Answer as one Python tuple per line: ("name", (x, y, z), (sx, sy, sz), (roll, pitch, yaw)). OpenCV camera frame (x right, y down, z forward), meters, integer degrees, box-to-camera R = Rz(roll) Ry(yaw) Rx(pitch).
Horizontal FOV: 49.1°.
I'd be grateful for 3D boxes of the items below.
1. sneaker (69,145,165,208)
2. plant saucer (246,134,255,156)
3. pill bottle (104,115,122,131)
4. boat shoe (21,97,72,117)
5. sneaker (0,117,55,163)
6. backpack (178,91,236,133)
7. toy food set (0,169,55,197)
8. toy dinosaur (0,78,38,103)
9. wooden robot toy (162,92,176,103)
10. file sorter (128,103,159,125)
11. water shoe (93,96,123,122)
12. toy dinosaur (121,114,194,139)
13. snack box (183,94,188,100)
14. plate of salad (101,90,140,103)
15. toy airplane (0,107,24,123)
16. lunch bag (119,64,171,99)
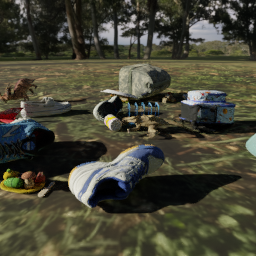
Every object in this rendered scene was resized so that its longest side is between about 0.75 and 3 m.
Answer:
("sneaker", (-0.046, 0.977, 5.411), (2.063, 0.777, 0.909), (-18, 31, -24))
("plant saucer", (4.615, 0.431, 7.407), (2.735, 0.492, 2.735), (0, 17, 0))
("pill bottle", (-0.543, -0.201, 9.539), (0.432, 0.432, 0.828), (-6, 18, -20))
("boat shoe", (-3.315, -0.932, 11.479), (2.101, 0.691, 0.756), (-10, 20, -29))
("sneaker", (-2.841, 0.337, 6.846), (1.191, 1.038, 2.649), (12, 21, 24))
("backpack", (2.774, -0.628, 9.618), (1.679, 1.358, 1.763), (8, 13, -9))
("toy food set", (-2.069, 1.012, 5.693), (1.129, 0.369, 0.664), (5, 18, 17))
("toy dinosaur", (-5.232, -1.908, 13.553), (1.259, 1.857, 0.797), (35, -21, -16))
("wooden robot toy", (2.111, -1.478, 13.773), (0.495, 0.480, 1.090), (20, 24, 23))
("file sorter", (0.555, -0.539, 10.223), (1.123, 0.689, 0.779), (-1, 18, -4))
("water shoe", (-0.889, -0.628, 10.812), (0.862, 0.781, 2.184), (-22, 8, 25))
("toy dinosaur", (0.774, -0.194, 9.013), (2.576, 0.750, 1.303), (5, 17, 18))
("snack box", (3.187, -1.503, 14.221), (0.531, 0.179, 1.476), (0, 17, 0))
("plate of salad", (-0.376, -1.473, 13.433), (1.951, 0.469, 1.951), (11, 5, -1))
("toy airplane", (-5.214, -0.365, 9.882), (2.969, 0.546, 2.969), (-1, 12, 0))
("lunch bag", (0.920, -2.427, 14.648), (2.026, 1.683, 2.415), (10, 20, 32))
